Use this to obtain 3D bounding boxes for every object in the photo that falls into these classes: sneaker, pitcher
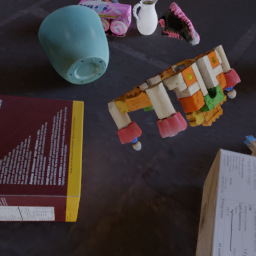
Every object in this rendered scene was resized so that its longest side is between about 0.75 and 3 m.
[{"bbox_3d":[1.363,-2.736,7.806,0.815,0.675,1.709,-33,50,15],"label":"sneaker"},{"bbox_3d":[0.654,-4.495,11.385,1.198,1.396,0.847,-32,57,-24],"label":"pitcher"}]

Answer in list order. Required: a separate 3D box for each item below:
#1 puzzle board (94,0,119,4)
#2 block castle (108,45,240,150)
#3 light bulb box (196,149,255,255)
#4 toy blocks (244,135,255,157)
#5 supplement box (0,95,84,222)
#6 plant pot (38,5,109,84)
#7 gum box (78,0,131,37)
[{"bbox_3d":[-1.112,-6.262,13.691,0.962,0.111,1.276,-20,53,-16],"label":"puzzle board"},{"bbox_3d":[0.948,-0.549,5.325,2.357,1.106,1.575,-35,14,-36],"label":"block castle"},{"bbox_3d":[2.894,2.106,5.777,2.570,1.604,2.547,13,51,10],"label":"light bulb box"},{"bbox_3d":[3.990,0.569,7.695,1.646,0.822,1.125,-10,40,-12],"label":"toy blocks"},{"bbox_3d":[-2.367,0.712,6.486,2.491,1.654,2.457,4,55,-12],"label":"supplement box"},{"bbox_3d":[-1.662,-2.579,9.397,2.228,2.228,1.788,-17,68,-14],"label":"plant pot"},{"bbox_3d":[-1.038,-4.677,11.921,2.376,0.786,1.349,10,50,8],"label":"gum box"}]
